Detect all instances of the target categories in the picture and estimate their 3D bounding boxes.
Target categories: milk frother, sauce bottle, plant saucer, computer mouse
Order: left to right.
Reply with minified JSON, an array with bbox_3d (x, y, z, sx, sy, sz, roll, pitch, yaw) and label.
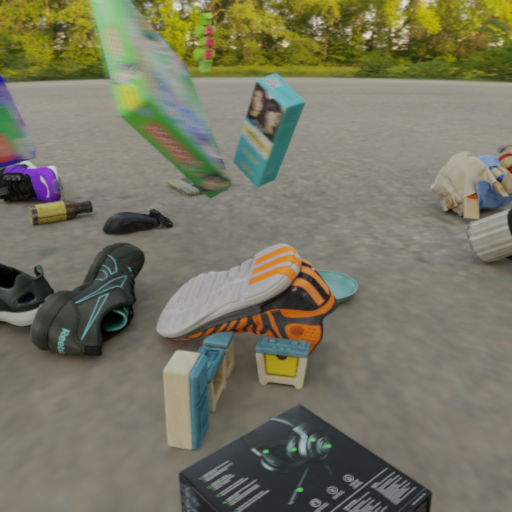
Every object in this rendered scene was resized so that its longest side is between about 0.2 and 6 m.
[{"bbox_3d":[-4.318,-0.986,12.410,1.344,0.435,0.435,-11,25,-31],"label":"sauce bottle"},{"bbox_3d":[-2.583,-0.783,11.945,1.429,0.377,0.989,-14,27,-31],"label":"computer mouse"},{"bbox_3d":[1.073,0.535,8.990,1.093,0.196,1.093,0,23,0],"label":"plant saucer"},{"bbox_3d":[4.518,-0.077,9.618,1.334,1.280,1.418,-26,30,49],"label":"milk frother"}]

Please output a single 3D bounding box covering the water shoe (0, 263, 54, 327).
[{"bbox_3d":[-3.731,0.471,8.035,2.152,0.849,0.769,-1,20,23],"label":"water shoe"}]

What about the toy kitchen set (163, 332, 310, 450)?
[{"bbox_3d":[-0.129,1.294,6.168,1.277,0.939,1.594,5,23,11],"label":"toy kitchen set"}]

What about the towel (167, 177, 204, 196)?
[{"bbox_3d":[-1.559,-1.872,14.896,1.260,0.226,1.309,-17,29,-28],"label":"towel"}]

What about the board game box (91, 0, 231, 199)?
[{"bbox_3d":[-1.578,-2.761,9.150,0.489,2.261,3.360,-32,53,15],"label":"board game box"}]

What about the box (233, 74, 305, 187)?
[{"bbox_3d":[0.164,-1.933,8.856,0.422,1.717,0.707,-27,66,-31],"label":"box"}]

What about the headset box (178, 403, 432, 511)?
[{"bbox_3d":[0.323,2.068,4.541,1.391,0.741,1.598,-19,29,-37],"label":"headset box"}]

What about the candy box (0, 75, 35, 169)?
[{"bbox_3d":[-4.598,-1.992,8.907,1.627,1.376,0.627,-19,52,-9],"label":"candy box"}]

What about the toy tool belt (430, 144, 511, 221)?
[{"bbox_3d":[5.362,-1.529,12.829,2.417,1.509,1.485,-13,57,-21],"label":"toy tool belt"}]

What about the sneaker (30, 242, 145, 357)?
[{"bbox_3d":[-2.125,0.650,8.069,0.980,0.932,2.472,17,33,10],"label":"sneaker"}]

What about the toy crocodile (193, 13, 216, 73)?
[{"bbox_3d":[-1.271,-5.416,14.286,0.490,1.452,0.448,-11,27,-34],"label":"toy crocodile"}]

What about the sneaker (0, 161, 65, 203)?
[{"bbox_3d":[-5.645,-1.663,13.553,1.291,0.903,2.596,-23,26,-38],"label":"sneaker"}]

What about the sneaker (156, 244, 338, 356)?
[{"bbox_3d":[-0.092,0.876,7.276,2.592,1.452,1.005,-20,37,40],"label":"sneaker"}]
